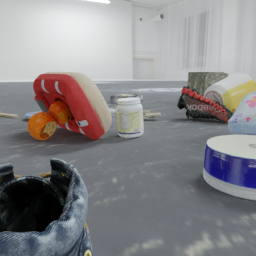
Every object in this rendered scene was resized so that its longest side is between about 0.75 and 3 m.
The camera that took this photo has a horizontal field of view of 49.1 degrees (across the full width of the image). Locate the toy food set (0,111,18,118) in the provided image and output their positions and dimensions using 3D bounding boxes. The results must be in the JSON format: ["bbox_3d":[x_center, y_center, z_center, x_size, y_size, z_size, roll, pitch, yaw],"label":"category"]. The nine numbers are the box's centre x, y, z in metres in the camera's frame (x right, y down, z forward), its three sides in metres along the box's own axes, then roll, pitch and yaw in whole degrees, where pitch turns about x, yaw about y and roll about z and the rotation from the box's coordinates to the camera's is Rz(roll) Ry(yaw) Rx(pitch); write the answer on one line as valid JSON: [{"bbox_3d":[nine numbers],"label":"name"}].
[{"bbox_3d":[-5.397,-0.501,9.276,2.055,0.597,2.976,6,13,27],"label":"toy food set"}]

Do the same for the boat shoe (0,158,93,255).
[{"bbox_3d":[-0.738,0.691,2.293,0.874,1.121,2.469,-5,13,-21],"label":"boat shoe"}]

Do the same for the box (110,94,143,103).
[{"bbox_3d":[-0.046,-1.584,14.993,1.246,0.380,1.573,6,13,25],"label":"box"}]

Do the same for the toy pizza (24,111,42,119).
[{"bbox_3d":[-2.976,-0.410,9.840,1.255,0.199,1.255,0,13,0],"label":"toy pizza"}]

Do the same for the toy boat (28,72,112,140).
[{"bbox_3d":[-1.731,-0.366,7.093,2.683,1.751,1.754,12,47,46],"label":"toy boat"}]

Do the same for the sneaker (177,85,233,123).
[{"bbox_3d":[2.552,-0.608,9.533,2.052,1.003,0.725,33,6,26],"label":"sneaker"}]

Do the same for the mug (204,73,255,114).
[{"bbox_3d":[3.748,-1.095,10.129,1.610,1.571,1.961,-17,13,-32],"label":"mug"}]

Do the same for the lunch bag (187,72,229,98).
[{"bbox_3d":[3.853,-1.886,13.471,1.138,1.588,1.936,-3,11,-40],"label":"lunch bag"}]

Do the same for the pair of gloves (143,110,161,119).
[{"bbox_3d":[0.553,-0.454,10.014,1.093,0.225,1.285,-5,10,-5],"label":"pair of gloves"}]

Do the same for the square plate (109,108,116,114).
[{"bbox_3d":[-0.956,-0.677,11.259,0.983,0.140,0.974,-11,17,-42],"label":"square plate"}]

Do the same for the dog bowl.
[{"bbox_3d":[1.940,0.545,4.328,1.480,0.583,1.480,0,12,0],"label":"dog bowl"}]

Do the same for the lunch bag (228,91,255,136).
[{"bbox_3d":[3.419,-0.191,5.757,2.143,1.363,1.818,-10,8,-37],"label":"lunch bag"}]

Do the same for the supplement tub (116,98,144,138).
[{"bbox_3d":[0.048,-0.282,7.297,0.691,0.953,0.691,-4,13,1],"label":"supplement tub"}]
